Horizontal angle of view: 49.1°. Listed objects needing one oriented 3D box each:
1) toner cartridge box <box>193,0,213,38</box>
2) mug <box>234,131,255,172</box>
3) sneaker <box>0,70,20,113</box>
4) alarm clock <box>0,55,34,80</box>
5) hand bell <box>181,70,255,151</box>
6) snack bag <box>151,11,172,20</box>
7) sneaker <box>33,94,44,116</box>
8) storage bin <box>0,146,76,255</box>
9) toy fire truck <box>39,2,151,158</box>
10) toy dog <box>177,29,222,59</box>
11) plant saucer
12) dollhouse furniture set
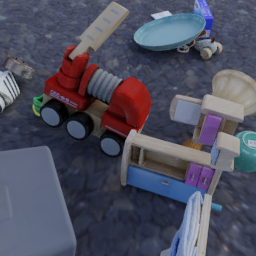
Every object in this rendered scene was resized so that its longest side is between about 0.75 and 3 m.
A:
[{"bbox_3d":[2.764,-4.106,10.407,0.349,0.768,1.617,-1,48,-1],"label":"toner cartridge box"},{"bbox_3d":[2.883,0.456,6.523,1.050,0.649,0.863,-26,54,-21],"label":"mug"},{"bbox_3d":[-4.111,-1.272,8.049,2.276,0.859,1.309,25,44,11],"label":"sneaker"},{"bbox_3d":[-3.116,-1.728,8.121,1.279,0.862,0.426,40,100,36],"label":"alarm clock"},{"bbox_3d":[1.867,0.038,6.737,1.469,1.469,2.821,36,70,27],"label":"hand bell"},{"bbox_3d":[1.447,-4.337,11.052,0.812,0.092,0.861,-17,51,-15],"label":"snack bag"},{"bbox_3d":[-1.818,-0.840,7.636,1.597,0.667,0.592,-29,54,-23],"label":"sneaker"},{"bbox_3d":[-2.008,1.446,4.892,1.731,1.876,2.578,-13,56,-22],"label":"storage bin"},{"bbox_3d":[-0.476,-1.115,6.267,2.371,2.694,1.733,27,38,6],"label":"toy fire truck"},{"bbox_3d":[2.445,-2.932,9.416,1.490,0.718,0.983,22,53,18],"label":"toy dog"},{"bbox_3d":[1.414,-3.264,9.607,2.436,0.334,2.436,-11,39,9],"label":"plant saucer"},{"bbox_3d":[0.482,1.200,4.500,1.859,2.689,2.849,15,39,12],"label":"dollhouse furniture set"}]
